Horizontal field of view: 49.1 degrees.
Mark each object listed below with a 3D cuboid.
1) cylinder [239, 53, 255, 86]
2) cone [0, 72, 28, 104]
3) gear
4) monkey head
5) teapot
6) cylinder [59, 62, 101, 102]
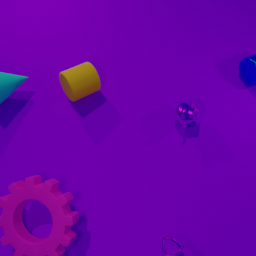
[{"bbox_3d":[4.040,-1.849,8.539,0.904,0.904,0.904,-23,70,-12],"label":"cylinder"},{"bbox_3d":[-3.571,-1.302,8.216,1.296,1.291,1.291,-20,70,-17],"label":"cone"},{"bbox_3d":[-2.164,2.161,6.637,1.992,0.368,1.992,0,90,14],"label":"gear"},{"bbox_3d":[1.702,-0.360,8.098,0.710,0.847,1.177,-16,49,13],"label":"monkey head"},{"bbox_3d":[1.054,3.377,6.409,0.954,1.211,1.948,-6,96,14],"label":"teapot"},{"bbox_3d":[-1.417,-1.369,8.274,0.909,0.909,0.909,-28,71,-22],"label":"cylinder"}]
